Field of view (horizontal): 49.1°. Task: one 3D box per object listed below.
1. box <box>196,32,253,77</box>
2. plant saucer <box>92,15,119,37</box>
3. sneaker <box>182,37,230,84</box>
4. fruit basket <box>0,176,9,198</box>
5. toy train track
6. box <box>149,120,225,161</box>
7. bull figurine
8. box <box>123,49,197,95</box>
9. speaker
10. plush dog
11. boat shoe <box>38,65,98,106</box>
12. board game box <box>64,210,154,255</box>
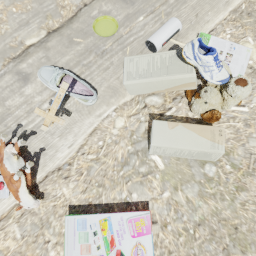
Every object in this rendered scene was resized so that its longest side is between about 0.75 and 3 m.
[{"bbox_3d":[3.992,-3.076,12.224,2.417,0.439,1.745,23,71,7],"label":"box"},{"bbox_3d":[-1.034,-4.657,12.933,1.205,0.187,1.205,0,69,0],"label":"plant saucer"},{"bbox_3d":[2.775,-2.230,9.463,1.981,0.873,0.746,33,65,-12],"label":"sneaker"},{"bbox_3d":[-4.849,2.181,10.332,0.911,0.427,0.844,2,69,-16],"label":"fruit basket"},{"bbox_3d":[-2.540,-0.702,9.646,1.110,0.315,1.935,26,106,-16],"label":"toy train track"},{"bbox_3d":[2.132,0.491,10.468,2.613,1.241,1.016,7,69,1],"label":"box"},{"bbox_3d":[-3.917,1.537,9.934,0.919,1.714,2.823,-14,58,-42],"label":"bull figurine"},{"bbox_3d":[1.277,-2.202,11.162,2.787,1.083,1.323,-3,70,16],"label":"box"},{"bbox_3d":[1.586,-4.127,12.452,0.711,0.711,1.750,41,74,14],"label":"speaker"},{"bbox_3d":[3.451,-1.204,11.070,2.108,1.969,2.454,-31,43,4],"label":"plush dog"},{"bbox_3d":[-2.440,-1.805,11.335,2.663,0.854,0.981,31,79,0],"label":"boat shoe"},{"bbox_3d":[-0.623,4.048,9.460,2.975,0.600,2.277,-2,70,-1],"label":"board game box"}]
